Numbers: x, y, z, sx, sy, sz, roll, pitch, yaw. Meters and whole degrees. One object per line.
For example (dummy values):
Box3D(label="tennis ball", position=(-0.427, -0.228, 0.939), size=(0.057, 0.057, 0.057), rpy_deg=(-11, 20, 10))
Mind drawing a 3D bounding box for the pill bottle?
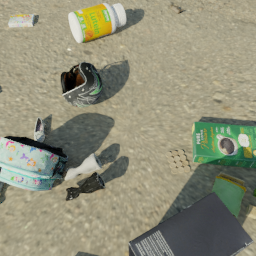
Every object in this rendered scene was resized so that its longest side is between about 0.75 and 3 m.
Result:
Box3D(label="pill bottle", position=(-1.397, -5.011, 13.154), size=(2.480, 1.377, 1.377), rpy_deg=(-23, 58, -16))

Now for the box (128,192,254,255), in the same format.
Box3D(label="box", position=(1.309, 3.060, 6.741), size=(2.311, 2.538, 1.321), rpy_deg=(-24, 57, -16))

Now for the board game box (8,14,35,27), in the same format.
Box3D(label="board game box", position=(-5.378, -5.437, 14.185), size=(1.168, 0.200, 0.785), rpy_deg=(-3, 55, -2))

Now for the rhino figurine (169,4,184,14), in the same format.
Box3D(label="rhino figurine", position=(2.480, -6.316, 14.768), size=(0.411, 0.281, 0.940), rpy_deg=(-30, 58, -20))

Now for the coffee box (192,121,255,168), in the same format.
Box3D(label="coffee box", position=(3.457, 0.573, 9.723), size=(2.428, 0.534, 1.493), rpy_deg=(4, 54, 2))

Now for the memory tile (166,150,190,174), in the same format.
Box3D(label="memory tile", position=(1.713, 1.158, 9.596), size=(0.670, 0.073, 0.874), rpy_deg=(-10, 55, -7))

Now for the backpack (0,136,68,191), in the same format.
Box3D(label="backpack", position=(-2.997, 1.031, 8.484), size=(1.843, 2.077, 1.563), rpy_deg=(16, 76, 10))

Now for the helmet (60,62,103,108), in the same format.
Box3D(label="helmet", position=(-1.721, -1.540, 10.578), size=(1.625, 1.625, 1.550), rpy_deg=(-9, 80, -6))

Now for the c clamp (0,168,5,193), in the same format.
Box3D(label="c clamp", position=(-4.269, 1.868, 8.984), size=(1.448, 0.229, 1.695), rpy_deg=(10, 56, 9))

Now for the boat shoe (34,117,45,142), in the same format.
Box3D(label="boat shoe", position=(-3.235, 0.080, 10.200), size=(0.377, 0.328, 1.023), rpy_deg=(-4, 55, -3))

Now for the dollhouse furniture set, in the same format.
Box3D(label="dollhouse furniture set", position=(3.514, 2.026, 8.455), size=(1.836, 0.921, 1.203), rpy_deg=(20, 57, 14))

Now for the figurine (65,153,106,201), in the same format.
Box3D(label="figurine", position=(-1.446, 1.567, 8.836), size=(1.259, 0.556, 1.291), rpy_deg=(-25, 43, 8))
